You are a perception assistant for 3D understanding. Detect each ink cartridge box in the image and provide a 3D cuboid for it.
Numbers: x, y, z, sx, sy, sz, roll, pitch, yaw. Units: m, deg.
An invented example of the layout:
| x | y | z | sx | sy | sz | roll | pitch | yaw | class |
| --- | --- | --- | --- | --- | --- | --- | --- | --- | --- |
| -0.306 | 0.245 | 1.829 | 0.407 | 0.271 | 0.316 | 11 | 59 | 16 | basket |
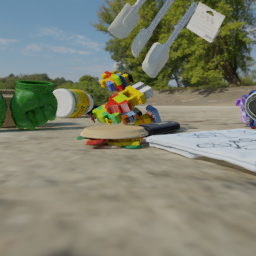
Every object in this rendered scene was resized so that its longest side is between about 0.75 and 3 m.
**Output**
| x | y | z | sx | sy | sz | roll | pitch | yaw | class |
| --- | --- | --- | --- | --- | --- | --- | --- | --- | --- |
| 2.440 | -3.286 | 8.726 | 0.974 | 0.858 | 0.218 | 40 | 38 | 19 | ink cartridge box |

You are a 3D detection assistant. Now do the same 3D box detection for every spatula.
| x | y | z | sx | sy | sz | roll | pitch | yaw | class |
| --- | --- | --- | --- | --- | --- | --- | --- | --- | --- |
| 0.764 | -2.724 | 7.056 | 1.757 | 2.527 | 0.203 | 40 | -17 | -25 | spatula |

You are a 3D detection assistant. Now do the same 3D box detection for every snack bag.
| x | y | z | sx | sy | sz | roll | pitch | yaw | class |
| --- | --- | --- | --- | --- | --- | --- | --- | --- | --- |
| 1.560 | 0.231 | 3.646 | 1.962 | 0.223 | 2.081 | -3 | 6 | -25 | snack bag |

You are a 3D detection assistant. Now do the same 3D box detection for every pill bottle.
| x | y | z | sx | sy | sz | roll | pitch | yaw | class |
| --- | --- | --- | --- | --- | --- | --- | --- | --- | --- |
| -2.381 | -1.085 | 12.280 | 1.212 | 1.212 | 2.150 | 2 | 5 | 18 | pill bottle |

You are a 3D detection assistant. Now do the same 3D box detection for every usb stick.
| x | y | z | sx | sy | sz | roll | pitch | yaw | class |
| --- | --- | --- | --- | --- | --- | --- | --- | --- | --- |
| 0.669 | 0.001 | 5.937 | 0.412 | 0.242 | 1.485 | 3 | 6 | 33 | usb stick |

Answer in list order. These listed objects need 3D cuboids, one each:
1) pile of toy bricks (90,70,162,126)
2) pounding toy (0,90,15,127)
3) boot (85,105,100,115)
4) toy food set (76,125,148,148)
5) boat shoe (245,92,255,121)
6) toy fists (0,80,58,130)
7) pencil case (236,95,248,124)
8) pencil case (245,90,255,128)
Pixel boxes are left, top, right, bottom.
| x | y | z | sx | sy | sz | roll | pitch | yaw | class |
| --- | --- | --- | --- | --- | --- | --- | --- | --- | --- |
| -0.352 | -0.552 | 7.545 | 1.410 | 1.585 | 2.856 | -29 | 29 | -10 | pile of toy bricks |
| -3.350 | -0.485 | 7.996 | 1.556 | 1.106 | 1.433 | 17 | 15 | 36 | pounding toy |
| -2.264 | -0.965 | 14.416 | 1.666 | 0.602 | 1.259 | 3 | 1 | -30 | boot |
| -0.237 | 0.127 | 4.453 | 1.115 | 0.271 | 1.104 | 1 | 5 | 8 | toy food set |
| 3.027 | -0.269 | 5.474 | 0.844 | 0.912 | 2.471 | -3 | 20 | -17 | boat shoe |
| -2.762 | -0.485 | 6.458 | 2.278 | 1.161 | 0.784 | -3 | 20 | -28 | toy fists |
| 4.380 | -0.565 | 8.089 | 2.195 | 0.921 | 0.938 | 1 | 39 | 1 | pencil case |
| 4.180 | -0.476 | 6.815 | 2.521 | 0.984 | 1.095 | 1 | -22 | 15 | pencil case |
